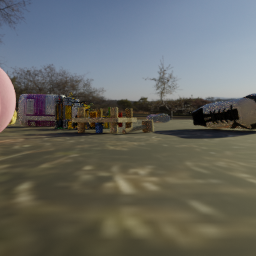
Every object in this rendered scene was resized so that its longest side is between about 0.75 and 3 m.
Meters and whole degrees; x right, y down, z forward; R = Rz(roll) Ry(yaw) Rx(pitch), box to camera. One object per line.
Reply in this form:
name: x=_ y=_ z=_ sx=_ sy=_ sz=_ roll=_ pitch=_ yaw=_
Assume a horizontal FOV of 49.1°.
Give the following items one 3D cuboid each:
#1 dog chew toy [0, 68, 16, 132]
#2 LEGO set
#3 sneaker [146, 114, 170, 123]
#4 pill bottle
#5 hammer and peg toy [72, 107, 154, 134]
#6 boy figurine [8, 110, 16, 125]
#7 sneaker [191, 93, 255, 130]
dog chew toy: x=-2.176 y=-0.292 z=3.113 sx=1.096 sy=1.096 sz=1.760 roll=1 pitch=10 yaw=28
LEGO set: x=-1.334 y=-0.531 z=8.290 sx=1.437 sy=1.083 sz=1.869 roll=-2 pitch=3 yaw=-37
sneaker: x=1.893 y=-0.635 z=18.048 sx=1.532 sy=0.576 sz=0.801 roll=-5 pitch=9 yaw=-17
pill bottle: x=-2.939 y=-0.667 z=10.590 sx=2.135 sy=1.199 sz=1.199 roll=0 pitch=2 yaw=-14
hammer and peg toy: x=-0.286 y=-0.182 z=6.044 sx=1.552 sy=0.547 sz=1.141 roll=1 pitch=2 yaw=24
boy figurine: x=-5.451 y=-0.450 z=11.964 sx=1.338 sy=0.694 sz=2.153 roll=-3 pitch=4 yaw=17
sneaker: x=2.598 y=-0.298 z=7.309 sx=0.990 sy=0.912 sz=2.474 roll=-12 pitch=0 yaw=-19
